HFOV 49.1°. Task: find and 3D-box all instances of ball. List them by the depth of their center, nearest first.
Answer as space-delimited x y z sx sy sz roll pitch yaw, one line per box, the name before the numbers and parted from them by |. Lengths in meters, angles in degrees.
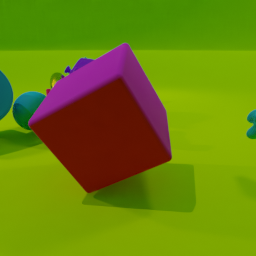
ball | -2.253 -0.401 6.667 0.931 0.931 0.931 0 17 0

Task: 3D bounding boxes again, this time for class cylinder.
cylinder | -3.365 -0.564 5.954 1.388 1.388 1.388 -16 -2 -43

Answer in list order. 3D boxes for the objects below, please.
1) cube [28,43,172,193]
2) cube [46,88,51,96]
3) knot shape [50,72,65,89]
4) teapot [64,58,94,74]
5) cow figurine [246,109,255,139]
cube | -0.299 -0.163 4.111 1.372 1.372 1.372 -25 27 18
cube | -1.848 -0.650 7.769 0.756 0.756 0.756 -5 -6 -16
knot shape | -1.295 -0.268 6.190 0.778 1.685 1.577 -9 48 44
teapot | -1.169 -1.249 7.173 0.952 1.208 1.943 31 -4 -7
cow figurine | 2.393 -0.095 3.965 1.143 0.627 1.124 11 -18 -2
